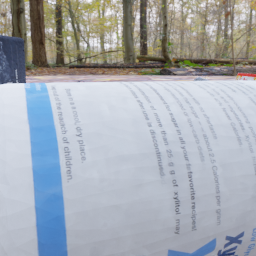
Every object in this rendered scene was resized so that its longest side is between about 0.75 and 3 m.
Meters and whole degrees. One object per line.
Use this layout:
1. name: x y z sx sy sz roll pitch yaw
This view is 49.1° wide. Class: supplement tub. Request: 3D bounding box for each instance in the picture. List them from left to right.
1. supplement tub: 0.189 0.373 2.079 2.210 1.458 1.458 -4 13 -19

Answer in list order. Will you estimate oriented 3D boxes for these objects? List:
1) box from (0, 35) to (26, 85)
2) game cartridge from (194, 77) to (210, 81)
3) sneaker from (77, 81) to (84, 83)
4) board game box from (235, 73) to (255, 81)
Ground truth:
1. box: -2.405 -0.273 3.762 1.177 1.971 2.004 5 14 15
2. game cartridge: 3.151 -1.092 9.032 2.197 0.449 1.463 23 14 10
3. sneaker: -2.186 -1.912 13.699 0.709 0.799 1.890 -8 12 -32
4. board game box: 4.832 -0.949 8.416 2.231 0.682 2.945 17 11 -9
